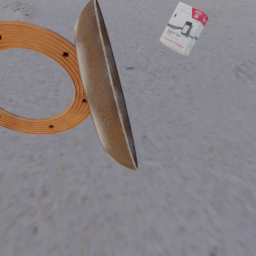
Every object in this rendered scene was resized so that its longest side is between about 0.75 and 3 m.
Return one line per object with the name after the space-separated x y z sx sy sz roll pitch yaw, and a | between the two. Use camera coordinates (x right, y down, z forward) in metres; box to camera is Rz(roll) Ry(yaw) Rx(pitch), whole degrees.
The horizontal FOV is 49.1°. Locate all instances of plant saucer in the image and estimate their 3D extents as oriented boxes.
-0.333 -0.616 4.562 0.443 2.760 2.760 -14 40 3 | plant saucer

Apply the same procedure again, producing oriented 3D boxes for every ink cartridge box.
1.373 -2.429 6.933 0.751 1.034 0.431 33 15 19 | ink cartridge box

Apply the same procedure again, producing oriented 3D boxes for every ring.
-1.976 -0.854 5.620 2.768 2.768 0.266 -1 48 -2 | ring
